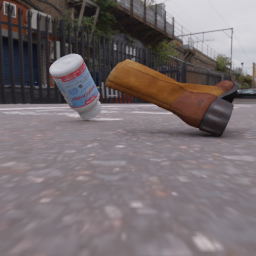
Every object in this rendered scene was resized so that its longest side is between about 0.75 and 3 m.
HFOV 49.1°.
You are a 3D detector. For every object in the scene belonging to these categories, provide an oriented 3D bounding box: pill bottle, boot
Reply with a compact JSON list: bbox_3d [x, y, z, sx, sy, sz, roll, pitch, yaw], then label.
[{"bbox_3d":[-1.747,-1.383,9.933,1.199,2.206,1.199,-14,40,13],"label":"pill bottle"},{"bbox_3d":[1.148,-0.973,6.938,2.809,0.962,2.644,24,38,13],"label":"boot"}]
